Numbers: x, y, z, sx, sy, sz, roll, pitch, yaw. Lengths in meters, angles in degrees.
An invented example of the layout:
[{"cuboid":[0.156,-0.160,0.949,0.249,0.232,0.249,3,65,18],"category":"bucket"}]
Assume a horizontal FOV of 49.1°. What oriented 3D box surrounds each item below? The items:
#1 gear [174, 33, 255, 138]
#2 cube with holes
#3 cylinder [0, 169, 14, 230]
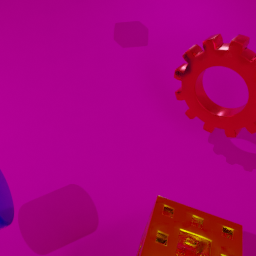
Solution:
[{"cuboid":[1.667,-0.687,4.869,1.792,1.792,0.332,39,50,14],"category":"gear"},{"cuboid":[0.586,1.581,3.126,0.989,0.989,0.989,18,42,8],"category":"cube with holes"},{"cuboid":[-2.861,1.321,4.841,1.295,1.295,1.295,-21,70,-11],"category":"cylinder"}]
